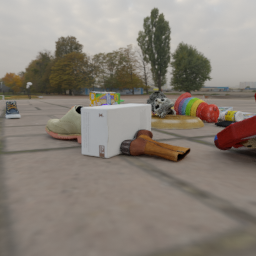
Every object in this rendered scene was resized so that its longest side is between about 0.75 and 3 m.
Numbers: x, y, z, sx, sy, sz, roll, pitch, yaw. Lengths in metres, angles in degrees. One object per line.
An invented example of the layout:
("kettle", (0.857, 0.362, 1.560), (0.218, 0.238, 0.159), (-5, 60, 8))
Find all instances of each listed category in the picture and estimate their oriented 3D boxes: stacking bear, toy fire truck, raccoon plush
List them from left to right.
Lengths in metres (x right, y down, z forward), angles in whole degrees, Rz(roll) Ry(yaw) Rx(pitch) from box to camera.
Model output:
("raccoon plush", (1.777, -0.843, 12.010), (2.089, 1.011, 1.400), (11, 18, -37))
("stacking bear", (3.272, -0.817, 12.973), (1.194, 1.276, 2.100), (-17, 24, -35))
("toy fire truck", (3.030, 0.087, 5.838), (2.594, 1.455, 2.178), (-3, -16, -29))

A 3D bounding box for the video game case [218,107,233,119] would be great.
("video game case", (4.144, -0.738, 13.930), (1.438, 0.174, 1.577), (-27, 19, -38))

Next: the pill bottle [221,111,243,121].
("pill bottle", (4.703, -0.523, 12.727), (0.510, 0.510, 0.907), (-5, 8, -32))

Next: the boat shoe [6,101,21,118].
("boat shoe", (-6.147, -0.983, 14.790), (0.683, 0.876, 1.930), (-4, 9, -30))

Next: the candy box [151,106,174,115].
("candy box", (1.578, -0.993, 15.962), (2.123, 0.599, 1.238), (-2, 8, -4))

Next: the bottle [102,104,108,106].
("bottle", (-1.164, -0.823, 13.641), (0.723, 0.565, 1.731), (-12, 12, 8))

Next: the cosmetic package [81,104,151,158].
("cosmetic package", (-0.203, -0.024, 6.817), (0.795, 1.091, 2.146), (4, 8, 31))

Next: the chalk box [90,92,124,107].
("chalk box", (-1.152, -1.464, 16.109), (1.902, 1.177, 1.183), (-2, 11, -25))

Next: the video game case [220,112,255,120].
("video game case", (5.884, -0.562, 13.964), (2.432, 0.280, 2.216), (-5, 9, -39))

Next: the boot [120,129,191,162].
("boot", (0.718, 0.352, 6.295), (1.375, 0.471, 1.295), (5, 9, 28))

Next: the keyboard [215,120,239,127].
("keyboard", (4.301, -0.112, 10.873), (0.979, 0.209, 1.630), (-12, 14, -31))

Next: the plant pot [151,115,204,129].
("plant pot", (1.778, -0.295, 11.601), (2.682, 0.369, 2.682), (-1, 7, 0))

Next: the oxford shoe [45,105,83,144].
("oxford shoe", (-1.462, -0.165, 8.075), (2.730, 1.008, 0.966), (6, 10, 40))
